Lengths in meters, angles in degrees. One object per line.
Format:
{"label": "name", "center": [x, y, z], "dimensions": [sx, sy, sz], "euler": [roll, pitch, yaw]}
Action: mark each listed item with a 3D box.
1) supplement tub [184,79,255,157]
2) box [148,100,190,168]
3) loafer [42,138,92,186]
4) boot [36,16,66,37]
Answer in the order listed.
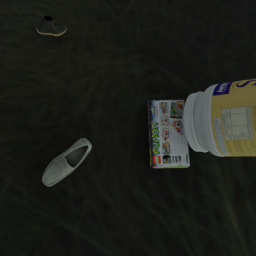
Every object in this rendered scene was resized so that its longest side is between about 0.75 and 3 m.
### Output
{"label": "supplement tub", "center": [2.906, -0.238, 6.918], "dimensions": [2.601, 1.891, 1.891], "euler": [-4, 69, 35]}
{"label": "box", "center": [1.142, 0.150, 8.069], "dimensions": [1.079, 0.340, 1.960], "euler": [-1, 72, 0]}
{"label": "loafer", "center": [-1.671, 0.943, 7.579], "dimensions": [0.588, 0.587, 1.681], "euler": [44, 87, -14]}
{"label": "boot", "center": [-2.263, -3.176, 8.632], "dimensions": [1.014, 0.701, 0.393], "euler": [-28, 85, -39]}
